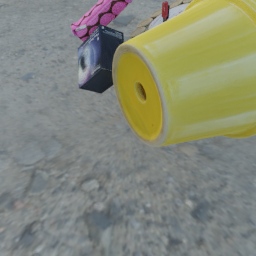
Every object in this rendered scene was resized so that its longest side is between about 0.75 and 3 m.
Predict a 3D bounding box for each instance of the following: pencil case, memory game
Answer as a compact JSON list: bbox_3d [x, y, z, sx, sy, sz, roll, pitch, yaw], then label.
[{"bbox_3d":[-0.857,-3.554,8.707,0.935,2.061,0.966,56,26,8],"label":"pencil case"},{"bbox_3d":[1.341,-3.240,8.358,2.929,0.187,2.929,-22,34,16],"label":"memory game"}]

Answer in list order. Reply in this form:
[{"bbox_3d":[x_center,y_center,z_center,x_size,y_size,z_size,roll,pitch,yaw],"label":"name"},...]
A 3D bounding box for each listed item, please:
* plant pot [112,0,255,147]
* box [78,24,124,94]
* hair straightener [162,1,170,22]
[{"bbox_3d":[1.228,-0.917,4.924,2.547,2.708,2.708,-20,47,-21],"label":"plant pot"},{"bbox_3d":[-0.641,-1.568,6.556,0.698,1.133,1.124,7,69,-35],"label":"box"},{"bbox_3d":[1.014,-2.756,7.273,0.195,0.367,0.953,-5,83,23],"label":"hair straightener"}]
